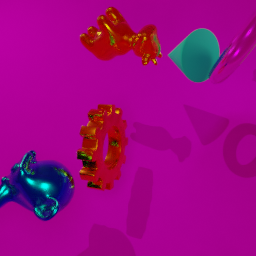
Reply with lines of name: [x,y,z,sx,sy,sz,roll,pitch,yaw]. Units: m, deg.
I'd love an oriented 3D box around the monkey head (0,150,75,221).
monkey head: [-1.691,1.177,5.048,1.194,1.981,1.425,43,84,-8]

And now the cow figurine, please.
cow figurine: [-0.106,-1.871,6.252,1.567,1.592,0.874,46,47,-18]

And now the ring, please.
ring: [2.373,-1.732,6.025,0.362,1.812,1.812,36,70,4]

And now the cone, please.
cone: [1.450,-1.886,7.306,1.271,1.271,1.276,-40,31,-16]

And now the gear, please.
gear: [-0.488,0.418,6.165,0.343,1.855,1.855,4,65,21]
